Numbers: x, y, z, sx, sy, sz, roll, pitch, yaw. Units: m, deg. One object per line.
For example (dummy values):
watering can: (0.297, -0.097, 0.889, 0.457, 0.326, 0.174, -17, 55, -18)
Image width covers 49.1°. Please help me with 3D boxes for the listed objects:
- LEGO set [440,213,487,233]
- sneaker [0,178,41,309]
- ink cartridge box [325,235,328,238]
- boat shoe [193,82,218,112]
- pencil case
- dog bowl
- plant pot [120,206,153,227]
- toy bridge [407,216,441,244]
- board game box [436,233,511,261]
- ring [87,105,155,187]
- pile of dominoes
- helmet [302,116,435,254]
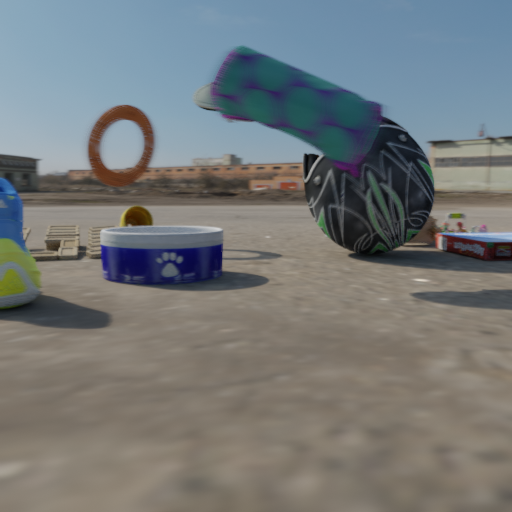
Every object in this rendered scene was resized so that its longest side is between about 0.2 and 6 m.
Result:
LEGO set: (4.982, -0.729, 14.118, 1.856, 0.691, 0.854, -5, 8, -37)
sneaker: (-3.355, -0.294, 6.676, 2.874, 1.509, 1.088, 7, 10, 44)
ink cartridge box: (2.456, -0.910, 15.108, 1.132, 0.823, 0.496, -4, 7, -29)
boat shoe: (-0.277, -3.547, 12.824, 2.271, 0.859, 0.685, 2, -24, 12)
pencil case: (0.561, -2.003, 7.704, 2.249, 1.039, 0.957, 25, 19, 10)
dog bowl: (-1.356, -0.048, 8.150, 1.750, 0.689, 1.750, 0, 6, 0)
plant pot: (-3.322, -0.870, 15.177, 0.839, 0.839, 0.789, -4, -7, -33)
toy bridge: (3.590, -0.813, 14.892, 1.689, 0.684, 5.024, 0, 6, -11)
board game box: (5.830, -0.223, 11.066, 3.882, 0.377, 1.998, -1, 8, -7)
ring: (-2.955, -2.404, 12.271, 0.173, 1.807, 1.807, 23, 19, 33)
pile of dominoes: (-3.833, -0.136, 11.351, 2.247, 0.459, 2.883, -1, 15, -16)
helmet: (2.138, -1.300, 10.684, 2.633, 2.633, 2.510, -1, 26, -5)
